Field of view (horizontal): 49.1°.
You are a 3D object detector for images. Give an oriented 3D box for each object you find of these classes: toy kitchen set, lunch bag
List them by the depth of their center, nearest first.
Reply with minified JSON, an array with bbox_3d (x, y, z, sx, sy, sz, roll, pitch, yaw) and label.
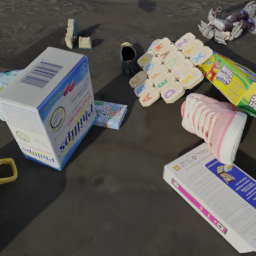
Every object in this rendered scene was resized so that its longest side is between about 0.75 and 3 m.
[{"bbox_3d":[-2.938,-0.993,7.828,1.389,0.712,1.727,-9,43,-14],"label":"lunch bag"},{"bbox_3d":[1.188,-2.719,9.874,0.876,0.557,0.743,20,46,7],"label":"lunch bag"},{"bbox_3d":[-1.840,-3.522,10.840,0.956,0.703,1.193,1,62,1],"label":"toy kitchen set"}]

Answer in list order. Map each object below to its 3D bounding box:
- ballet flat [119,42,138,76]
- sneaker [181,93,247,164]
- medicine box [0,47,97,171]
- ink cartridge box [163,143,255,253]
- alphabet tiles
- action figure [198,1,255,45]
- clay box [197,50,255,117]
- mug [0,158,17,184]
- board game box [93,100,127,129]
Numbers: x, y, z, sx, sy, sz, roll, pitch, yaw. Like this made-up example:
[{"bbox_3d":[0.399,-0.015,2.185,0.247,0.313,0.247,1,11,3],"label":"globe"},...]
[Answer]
[{"bbox_3d":[0.043,-2.468,9.566,0.659,0.563,1.984,-3,42,-3],"label":"ballet flat"},{"bbox_3d":[1.749,-0.079,6.120,1.447,1.042,2.769,17,19,17],"label":"sneaker"},{"bbox_3d":[-1.587,-0.402,6.057,0.998,1.939,1.766,16,52,17],"label":"medicine box"},{"bbox_3d":[1.986,1.367,5.340,1.240,0.486,2.619,-25,45,-27],"label":"ink cartridge box"},{"bbox_3d":[1.124,-1.727,8.039,2.358,0.176,2.411,-38,44,11],"label":"alphabet tiles"},{"bbox_3d":[4.163,-4.211,11.210,2.999,1.040,1.951,-19,56,-14],"label":"action figure"},{"bbox_3d":[3.014,-0.984,6.988,1.668,0.691,2.903,19,26,-20],"label":"clay box"},{"bbox_3d":[-2.913,0.877,5.632,1.113,0.892,0.914,-23,54,-15],"label":"mug"},{"bbox_3d":[-0.666,-0.383,7.497,1.114,0.204,0.843,11,42,11],"label":"board game box"}]
